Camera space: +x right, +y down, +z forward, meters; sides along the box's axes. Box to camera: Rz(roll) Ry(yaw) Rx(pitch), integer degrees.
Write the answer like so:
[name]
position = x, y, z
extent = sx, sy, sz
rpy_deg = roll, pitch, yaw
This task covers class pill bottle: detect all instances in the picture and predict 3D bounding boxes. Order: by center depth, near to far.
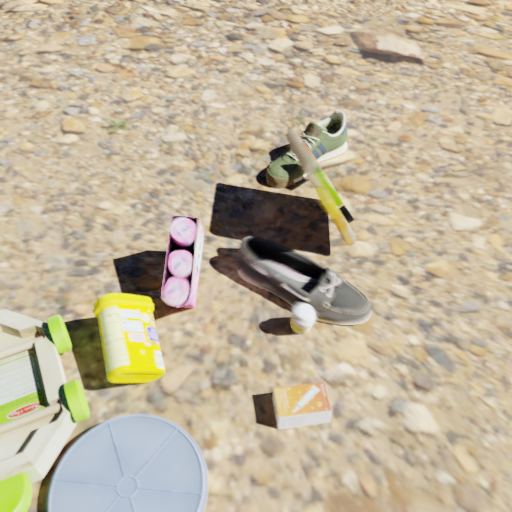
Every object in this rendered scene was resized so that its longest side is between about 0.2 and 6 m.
[pill bottle]
position = 0.821, 1.095, 9.839
extent = 0.396, 0.702, 0.396
rpy_deg = 1, 66, -2

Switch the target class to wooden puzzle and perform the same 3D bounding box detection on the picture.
[wooden puzzle]
position = 1.339, -1.396, 11.137
extent = 0.385, 2.219, 3.289
rpy_deg = -30, 40, 8

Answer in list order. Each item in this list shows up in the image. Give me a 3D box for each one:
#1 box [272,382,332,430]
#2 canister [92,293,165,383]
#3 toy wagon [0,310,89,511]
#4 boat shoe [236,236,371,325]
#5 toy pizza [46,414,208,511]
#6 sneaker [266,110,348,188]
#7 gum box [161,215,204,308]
[box]
position = 0.718, 2.377, 8.895
extent = 0.845, 0.412, 0.525
rpy_deg = -6, 47, -6
[canister]
position = -2.103, 1.382, 9.323
extent = 1.020, 0.594, 1.373
rpy_deg = 13, 50, -44
[toy wagon]
position = -4.162, 2.578, 8.465
extent = 3.096, 0.789, 3.990
rpy_deg = -19, 50, -16
[boat shoe]
position = 0.832, 0.440, 10.433
extent = 2.791, 0.795, 0.933
rpy_deg = 23, 52, 20
[toy pizza]
position = -1.816, 3.364, 8.013
extent = 2.271, 0.360, 2.271
rpy_deg = -1, 48, 1
[sneaker]
position = 1.208, -2.607, 13.065
extent = 2.490, 1.118, 0.835
rpy_deg = -32, 55, -26
[gum box]
position = -1.327, 0.172, 10.147
extent = 0.530, 0.909, 1.602
rpy_deg = 5, 78, 1
